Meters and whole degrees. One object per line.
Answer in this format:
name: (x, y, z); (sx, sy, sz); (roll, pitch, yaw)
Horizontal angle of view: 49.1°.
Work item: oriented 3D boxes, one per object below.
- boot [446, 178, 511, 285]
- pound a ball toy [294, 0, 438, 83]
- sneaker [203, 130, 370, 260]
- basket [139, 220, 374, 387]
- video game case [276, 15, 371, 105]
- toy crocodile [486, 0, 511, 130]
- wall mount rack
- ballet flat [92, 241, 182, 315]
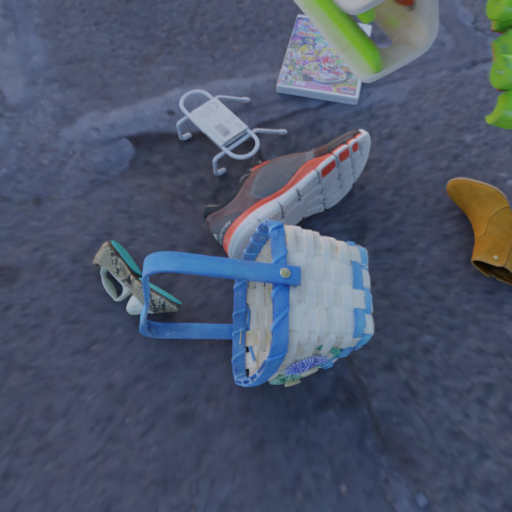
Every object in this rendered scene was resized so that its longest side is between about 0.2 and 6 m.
boot: (3.542, -0.383, 8.657); (1.753, 0.617, 1.255); (34, 61, 12)
pound a ball toy: (1.226, -3.695, 6.810); (1.317, 2.022, 3.101); (-30, 58, 3)
sneaker: (0.475, -1.245, 8.904); (3.144, 1.211, 1.287); (-36, 59, -20)
basket: (-0.063, 0.625, 7.028); (2.744, 2.420, 1.909); (7, 66, -8)
video game case: (1.369, -3.903, 11.022); (1.552, 0.195, 2.167); (11, 60, 7)
toy crocodile: (3.385, -2.794, 7.334); (0.747, 0.683, 2.212); (-2, 91, -15)
wall mount rack: (-0.426, -2.271, 9.813); (1.609, 0.690, 1.851); (-36, 66, -16)
ballet flat: (-1.820, 0.464, 8.276); (1.724, 0.585, 0.649); (39, 89, 26)
